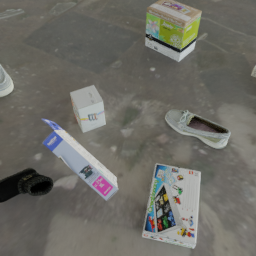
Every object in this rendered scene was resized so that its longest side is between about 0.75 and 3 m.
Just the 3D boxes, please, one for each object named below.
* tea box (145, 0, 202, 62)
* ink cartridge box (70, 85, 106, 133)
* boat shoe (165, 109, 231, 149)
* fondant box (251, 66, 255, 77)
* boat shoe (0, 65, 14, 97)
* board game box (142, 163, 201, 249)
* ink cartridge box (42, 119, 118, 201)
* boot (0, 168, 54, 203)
[{"bbox_3d":[1.667,-3.769,10.693,1.704,1.676,1.138,33,58,25],"label":"tea box"},{"bbox_3d":[-1.190,-0.573,8.375,0.776,1.073,0.779,-20,53,-16],"label":"ink cartridge box"},{"bbox_3d":[2.027,-0.100,8.261,1.982,0.636,0.731,31,56,24],"label":"boat shoe"},{"bbox_3d":[5.305,-2.040,10.071,1.359,0.396,0.981,29,56,21],"label":"fondant box"},{"bbox_3d":[-5.039,-2.184,9.744,1.047,1.069,3.000,-33,57,-25],"label":"boat shoe"},{"bbox_3d":[1.102,1.814,6.835,1.200,0.329,1.901,10,50,8],"label":"board game box"},{"bbox_3d":[-1.138,0.666,6.357,2.150,1.283,0.451,45,87,-2],"label":"ink cartridge box"},{"bbox_3d":[-2.563,1.465,6.705,1.333,0.501,0.996,-34,33,-32],"label":"boot"}]
